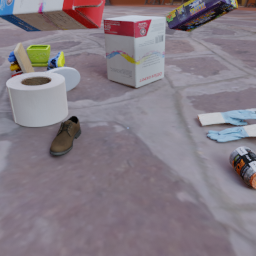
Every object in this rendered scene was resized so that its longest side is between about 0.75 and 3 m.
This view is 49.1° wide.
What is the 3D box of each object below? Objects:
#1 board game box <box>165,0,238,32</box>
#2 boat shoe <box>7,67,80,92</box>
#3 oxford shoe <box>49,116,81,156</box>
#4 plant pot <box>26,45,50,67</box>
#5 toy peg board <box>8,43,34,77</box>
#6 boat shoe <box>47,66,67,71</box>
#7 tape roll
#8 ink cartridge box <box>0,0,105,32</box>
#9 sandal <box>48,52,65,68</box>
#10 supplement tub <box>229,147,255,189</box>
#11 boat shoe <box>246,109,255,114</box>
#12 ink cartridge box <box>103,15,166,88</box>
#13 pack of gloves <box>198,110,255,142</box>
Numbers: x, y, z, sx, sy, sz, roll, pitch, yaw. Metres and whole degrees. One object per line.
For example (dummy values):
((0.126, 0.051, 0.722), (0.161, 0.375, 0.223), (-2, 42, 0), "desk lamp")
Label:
((2.177, -3.441, 8.285), (1.683, 0.477, 1.391), (-16, 2, 40), "board game box")
((-3.223, -1.757, 10.723), (2.788, 0.988, 0.973), (-26, 40, -28), "boat shoe")
((-1.699, 0.156, 7.463), (0.577, 0.671, 1.589), (5, 31, 5), "oxford shoe")
((-4.438, -3.625, 14.106), (1.013, 0.919, 1.008), (-2, 28, -3), "plant pot")
((-4.480, -2.473, 11.493), (0.773, 1.574, 1.580), (-20, 31, -4), "toy peg board")
((-3.064, -2.524, 12.549), (1.379, 0.473, 0.580), (7, 29, 12), "boat shoe")
((-2.831, -0.947, 8.894), (1.763, 1.210, 1.763), (0, 29, 0), "tape roll")
((-1.237, -2.737, 5.388), (2.538, 1.475, 0.853), (9, -2, 28), "ink cartridge box")
((-3.558, -3.387, 13.997), (0.731, 0.667, 1.679), (-6, 28, -2), "sandal")
((2.711, 0.878, 6.221), (0.575, 0.575, 0.939), (-5, 28, -8), "supplement tub")
((4.151, -0.527, 9.067), (0.839, 0.308, 0.280), (3, 30, 7), "boat shoe")
((0.295, -3.255, 11.731), (1.854, 2.563, 1.862), (22, 35, 40), "ink cartridge box")
((3.105, 0.002, 8.240), (1.794, 0.354, 1.507), (-7, 33, 4), "pack of gloves")
